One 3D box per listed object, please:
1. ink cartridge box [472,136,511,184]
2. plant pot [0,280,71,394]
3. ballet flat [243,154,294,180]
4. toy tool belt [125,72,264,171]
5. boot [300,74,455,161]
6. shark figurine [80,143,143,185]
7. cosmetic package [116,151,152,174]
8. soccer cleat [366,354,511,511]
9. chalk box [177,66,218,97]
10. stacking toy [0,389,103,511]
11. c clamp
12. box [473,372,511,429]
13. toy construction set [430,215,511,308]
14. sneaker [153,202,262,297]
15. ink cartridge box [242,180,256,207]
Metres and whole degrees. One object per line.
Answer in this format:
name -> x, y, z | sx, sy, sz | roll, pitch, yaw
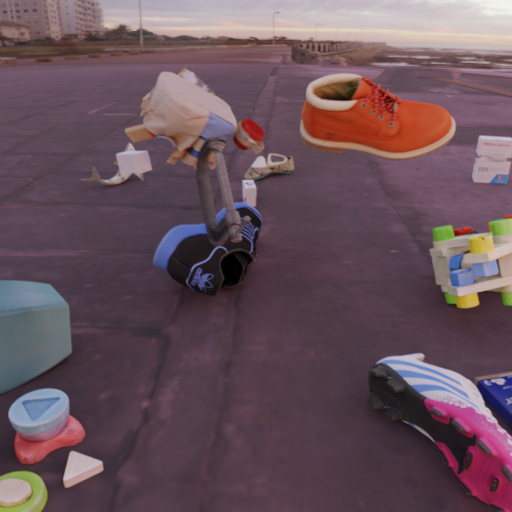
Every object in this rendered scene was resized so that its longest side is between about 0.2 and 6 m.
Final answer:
ink cartridge box -> 6.994, -2.842, 16.569 | 0.941, 1.297, 0.543 | 7, 25, 14
plant pot -> -3.709, 1.127, 7.970 | 1.895, 1.339, 1.339 | -12, 26, -36
ballet flat -> 0.377, -2.778, 17.180 | 1.809, 0.681, 0.613 | -15, 25, -29
toy tool belt -> -1.050, -2.126, 9.739 | 2.159, 1.327, 1.348 | 20, 39, -39
boot -> 2.427, -2.794, 11.049 | 3.122, 1.674, 1.171 | 3, 67, 6
shark figurine -> -4.178, -2.401, 16.658 | 0.785, 1.124, 1.881 | -10, 28, 49
cosmetic package -> -2.279, -1.747, 10.421 | 0.258, 0.368, 0.725 | -26, 25, -38
soccer cleat -> 2.443, 1.898, 6.639 | 1.124, 0.909, 2.604 | -12, 27, -25
chalk box -> -1.594, -3.792, 13.958 | 0.864, 1.396, 0.868 | -24, 33, 45
stacking toy -> -2.679, 2.159, 6.331 | 1.478, 0.689, 1.632 | 21, 32, 39
c clamp -> -0.501, -0.946, 8.003 | 0.251, 1.584, 1.854 | -6, 67, -22
box -> 3.598, 2.006, 7.237 | 0.869, 0.232, 1.434 | -6, 26, -12
toy construction set -> 4.716, 0.003, 9.795 | 3.784, 1.743, 2.481 | 1, -1, -15
sneaker -> -0.527, -0.095, 10.958 | 1.356, 1.221, 3.482 | 34, 28, 14
ink cartridge box -> -0.185, -1.673, 14.935 | 0.303, 0.528, 0.727 | -3, 25, -6
